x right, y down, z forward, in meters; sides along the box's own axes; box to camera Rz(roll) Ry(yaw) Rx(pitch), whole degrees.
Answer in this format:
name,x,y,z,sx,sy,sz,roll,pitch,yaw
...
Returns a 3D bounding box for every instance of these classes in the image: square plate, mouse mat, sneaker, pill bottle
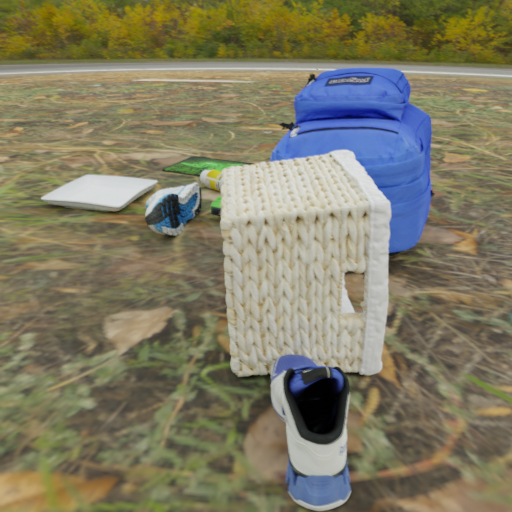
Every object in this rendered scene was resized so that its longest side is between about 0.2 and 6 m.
name,x,y,z,sx,sy,sz,roll,pitch,yaw
square plate,-4.181,-1.697,15.222,2.295,0.330,2.317,6,25,15
mouse mat,-1.511,-2.870,18.104,2.500,0.094,2.011,12,27,22
sneaker,0.700,1.678,6.666,0.902,1.289,2.232,0,25,-4
sneaker,-2.204,-1.094,13.375,1.142,0.987,2.634,-1,15,14
pill bottle,-1.127,-2.146,15.935,0.971,0.546,0.546,22,32,39

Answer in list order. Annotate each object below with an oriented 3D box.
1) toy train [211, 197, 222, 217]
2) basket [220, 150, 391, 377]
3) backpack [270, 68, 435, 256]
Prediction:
name,x,y,z,sx,sy,sz,roll,pitch,yaw
toy train,-0.221,-1.036,13.555,1.864,0.389,0.526,13,38,10
basket,0.615,0.031,8.596,2.209,2.722,2.746,-3,25,-1
backpack,1.948,-2.008,12.068,3.461,3.574,4.260,-1,29,21
